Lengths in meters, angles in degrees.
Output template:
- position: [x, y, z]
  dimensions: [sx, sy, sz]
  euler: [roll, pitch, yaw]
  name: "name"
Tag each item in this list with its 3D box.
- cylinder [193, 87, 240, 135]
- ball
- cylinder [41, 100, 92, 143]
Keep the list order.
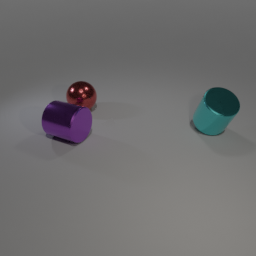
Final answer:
- position: [3.432, -0.640, 11.002]
  dimensions: [1.400, 1.400, 1.400]
  euler: [4, 58, -6]
  name: "cylinder"
- position: [-2.130, -1.450, 12.861]
  dimensions: [1.400, 1.400, 1.400]
  euler: [0, 30, 0]
  name: "ball"
- position: [-2.327, -0.259, 10.784]
  dimensions: [1.400, 1.400, 1.400]
  euler: [14, 33, 24]
  name: "cylinder"
